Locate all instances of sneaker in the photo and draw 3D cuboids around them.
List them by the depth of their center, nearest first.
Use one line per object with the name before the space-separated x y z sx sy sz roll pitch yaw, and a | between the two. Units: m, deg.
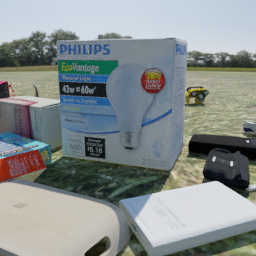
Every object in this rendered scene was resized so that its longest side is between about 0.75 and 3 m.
sneaker | 4.135 0.026 8.333 0.752 0.491 1.345 -4 14 -12

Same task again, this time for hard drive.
hard drive | 0.912 1.236 4.096 1.796 0.236 1.185 -5 15 -20

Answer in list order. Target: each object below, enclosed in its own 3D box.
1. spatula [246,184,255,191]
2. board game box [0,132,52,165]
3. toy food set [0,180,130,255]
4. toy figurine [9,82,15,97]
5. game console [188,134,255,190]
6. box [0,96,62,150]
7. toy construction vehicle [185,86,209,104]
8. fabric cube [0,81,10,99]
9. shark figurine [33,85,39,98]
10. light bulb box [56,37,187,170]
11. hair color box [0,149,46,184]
spatula | 3.092 1.109 4.902 1.787 0.144 1.243 -8 17 -16
board game box | -2.866 0.575 6.265 1.892 0.444 1.428 12 19 39
toy food set | -1.321 1.273 3.403 2.326 0.703 1.669 8 4 23
toy figurine | -6.580 -1.589 13.728 2.034 1.073 1.219 -8 21 -25
game console | 2.136 0.629 6.303 1.713 0.350 2.905 6 14 21
box | -2.604 -0.167 7.649 1.887 1.207 1.028 9 17 32
toy construction vehicle | 2.427 -1.811 15.025 2.929 1.031 2.550 -6 26 -10
fabric cube | -4.732 -0.673 8.985 1.530 1.535 1.506 -2 16 -7
shark figurine | -3.983 -1.044 11.029 3.200 1.335 1.912 12 18 35
light bulb box | -0.065 -0.694 6.663 2.689 2.713 1.693 4 15 19
hair color box | -2.162 0.818 4.704 1.324 0.423 0.734 -16 -17 -45
